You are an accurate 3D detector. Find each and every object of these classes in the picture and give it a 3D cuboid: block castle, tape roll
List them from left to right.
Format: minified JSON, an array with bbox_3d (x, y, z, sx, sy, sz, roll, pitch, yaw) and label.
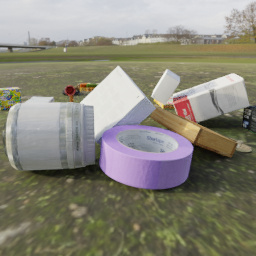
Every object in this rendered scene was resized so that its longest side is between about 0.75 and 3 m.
[{"bbox_3d":[-1.463,-1.113,12.058,2.386,1.594,1.119,-1,11,-5],"label":"block castle"},{"bbox_3d":[0.454,0.648,7.240,2.328,0.764,2.328,6,18,-2],"label":"tape roll"}]

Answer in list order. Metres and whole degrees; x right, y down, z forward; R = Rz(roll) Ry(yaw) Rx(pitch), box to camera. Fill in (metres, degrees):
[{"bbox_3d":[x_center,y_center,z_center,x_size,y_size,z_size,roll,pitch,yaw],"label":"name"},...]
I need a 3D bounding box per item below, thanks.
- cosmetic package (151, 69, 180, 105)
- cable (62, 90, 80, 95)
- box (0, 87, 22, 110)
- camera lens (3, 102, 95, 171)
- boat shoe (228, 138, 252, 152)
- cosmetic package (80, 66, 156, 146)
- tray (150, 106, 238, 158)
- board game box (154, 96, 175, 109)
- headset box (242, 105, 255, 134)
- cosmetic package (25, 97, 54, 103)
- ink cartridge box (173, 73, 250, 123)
[{"bbox_3d":[1.541,-1.667,11.315,0.679,1.101,1.104,32,23,-1],"label":"cosmetic package"},{"bbox_3d":[-3.756,-2.334,18.251,1.104,0.344,1.353,-14,23,-24],"label":"cable"},{"bbox_3d":[-6.054,-1.517,14.278,1.055,1.017,0.644,-9,20,-30],"label":"box"},{"bbox_3d":[-1.985,0.210,7.383,2.194,1.755,1.755,-1,17,-8],"label":"camera lens"},{"bbox_3d":[3.505,0.530,8.861,0.317,0.286,0.879,-11,20,-31],"label":"boat shoe"},{"bbox_3d":[-0.457,-0.743,9.221,0.675,1.970,2.612,38,13,-36],"label":"cosmetic package"},{"bbox_3d":[2.001,0.044,9.217,1.464,0.549,2.968,19,8,-24],"label":"tray"},{"bbox_3d":[2.150,-1.416,15.234,1.084,0.340,2.269,-1,14,-7],"label":"board game box"},{"bbox_3d":[5.624,-0.273,10.391,1.973,0.915,1.717,-4,17,-12],"label":"headset box"},{"bbox_3d":[-4.014,-0.881,12.642,1.055,0.758,1.869,0,16,-5],"label":"cosmetic package"},{"bbox_3d":[3.295,-1.154,11.478,2.702,1.120,1.983,-18,14,14],"label":"ink cartridge box"}]
